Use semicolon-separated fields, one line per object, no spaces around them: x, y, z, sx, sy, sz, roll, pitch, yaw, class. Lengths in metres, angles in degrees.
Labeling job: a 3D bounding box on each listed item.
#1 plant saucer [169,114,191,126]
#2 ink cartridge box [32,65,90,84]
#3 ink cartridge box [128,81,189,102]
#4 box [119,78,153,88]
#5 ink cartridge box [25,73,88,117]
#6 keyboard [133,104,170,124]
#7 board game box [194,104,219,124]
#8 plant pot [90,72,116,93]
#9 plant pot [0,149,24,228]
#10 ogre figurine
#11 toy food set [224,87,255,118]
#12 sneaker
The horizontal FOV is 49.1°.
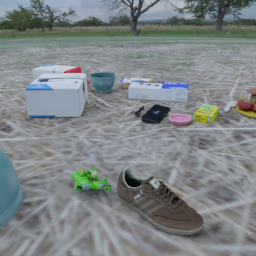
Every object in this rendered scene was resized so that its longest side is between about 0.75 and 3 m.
1.827;-0.275;9.893;0.790;0.200;0.790;0;21;0;plant saucer
-3.526;-2.782;15.045;2.645;0.889;1.536;7;24;14;ink cartridge box
1.419;-1.710;12.865;2.637;0.583;1.240;5;24;11;ink cartridge box
0.418;-2.362;14.785;1.741;0.361;1.036;1;22;9;box
-2.768;-1.417;11.388;1.977;1.151;2.734;0;22;-3;ink cartridge box
0.887;-0.578;10.668;1.137;0.184;1.789;15;25;18;keyboard
2.927;-0.531;10.375;0.639;0.299;1.258;12;25;26;board game box
-1.229;-2.196;13.717;1.250;0.837;1.250;1;23;0;plant pot
-3.314;0.892;5.301;2.314;1.551;2.314;0;23;0;plant pot
-0.860;1.148;6.142;0.602;0.493;1.004;5;30;-40;ogre figurine
5.138;-0.987;10.667;2.802;0.915;1.649;16;27;34;toy food set
0.523;1.335;5.300;1.910;0.721;0.673;16;27;34;sneaker
